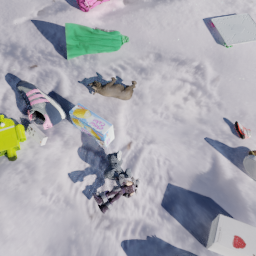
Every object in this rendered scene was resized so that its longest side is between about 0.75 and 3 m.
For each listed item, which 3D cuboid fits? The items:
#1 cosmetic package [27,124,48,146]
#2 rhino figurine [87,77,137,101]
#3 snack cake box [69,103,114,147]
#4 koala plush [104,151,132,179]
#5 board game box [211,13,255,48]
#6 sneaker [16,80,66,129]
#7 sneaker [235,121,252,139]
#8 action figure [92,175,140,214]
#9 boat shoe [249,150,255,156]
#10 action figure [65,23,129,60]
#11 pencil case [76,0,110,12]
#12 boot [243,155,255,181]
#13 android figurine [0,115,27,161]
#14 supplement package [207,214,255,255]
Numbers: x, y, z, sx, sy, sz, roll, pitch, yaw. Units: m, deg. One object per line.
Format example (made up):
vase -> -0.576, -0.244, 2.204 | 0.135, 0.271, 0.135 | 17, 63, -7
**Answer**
cosmetic package -> -3.322, 0.242, 10.201 | 0.870, 0.359, 0.220 | 37, 29, 22
rhino figurine -> -0.697, -1.587, 11.289 | 2.003, 0.599, 0.876 | 9, 55, 7
snack cake box -> -1.289, -0.101, 10.115 | 1.618, 0.930, 0.544 | 32, 62, 19
koala plush -> -0.403, 1.193, 9.110 | 0.821, 0.792, 0.893 | 9, 73, -37
board game box -> 5.288, -4.712, 13.526 | 1.991, 0.257, 1.990 | -11, 58, -7
sneaker -> -3.594, -0.911, 10.663 | 2.545, 0.893, 1.044 | 33, 60, 21
sneaker -> 4.297, 0.059, 10.419 | 0.407, 0.254, 0.759 | -10, 61, -8
action figure -> -0.271, 1.959, 8.692 | 1.550, 1.008, 0.538 | -26, 33, -16
boat shoe -> 4.544, 1.102, 9.709 | 0.274, 0.292, 0.811 | -19, 56, -10
action figure -> -1.318, -3.892, 12.462 | 2.838, 1.677, 0.776 | -4, 44, -13
pencil case -> -1.450, -6.797, 14.398 | 2.318, 1.052, 1.086 | -36, 46, -17
boot -> 5.027, 1.535, 9.187 | 2.403, 0.874, 1.085 | 42, 59, 14
android figurine -> -4.636, 0.389, 10.117 | 1.829, 0.412, 2.009 | -17, 60, -11
supplement package -> 3.127, 3.220, 7.977 | 1.459, 0.874, 0.885 | 17, 59, 11
